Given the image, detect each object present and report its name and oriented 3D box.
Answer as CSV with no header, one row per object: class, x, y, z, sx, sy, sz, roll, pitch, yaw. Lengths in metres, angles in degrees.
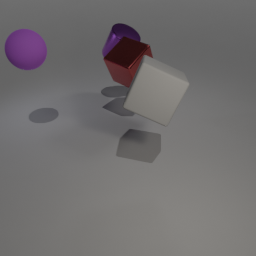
cube,0.799,-1.131,8.250,1.400,1.400,1.400,23,23,-5
cylinder,-0.324,-3.807,12.899,1.400,1.400,1.400,15,49,-18
cube,0.100,-2.646,11.568,1.400,1.400,1.400,29,71,30
ball,-3.569,-2.740,9.829,1.400,1.400,1.400,0,30,0
